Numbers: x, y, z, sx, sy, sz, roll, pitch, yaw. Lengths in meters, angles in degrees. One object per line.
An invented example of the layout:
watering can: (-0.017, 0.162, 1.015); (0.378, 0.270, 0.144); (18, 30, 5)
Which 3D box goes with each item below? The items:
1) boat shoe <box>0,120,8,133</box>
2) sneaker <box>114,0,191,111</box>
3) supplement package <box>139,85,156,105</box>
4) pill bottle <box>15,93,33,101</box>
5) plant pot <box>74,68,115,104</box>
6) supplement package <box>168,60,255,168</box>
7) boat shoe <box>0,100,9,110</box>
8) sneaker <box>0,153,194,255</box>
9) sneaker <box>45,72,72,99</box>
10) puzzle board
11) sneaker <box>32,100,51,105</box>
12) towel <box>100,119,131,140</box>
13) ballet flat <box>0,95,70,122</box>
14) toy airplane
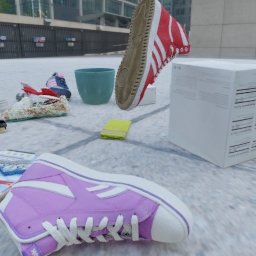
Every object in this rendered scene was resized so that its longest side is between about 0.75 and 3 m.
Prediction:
boat shoe: (-4.484, -0.132, 9.860); (0.427, 0.356, 1.145); (-10, 19, -23)
sneaker: (0.621, -1.510, 6.509); (1.465, 2.605, 0.928); (19, -6, -41)
supplement package: (0.469, -1.629, 13.740); (1.495, 0.829, 1.164); (-11, 20, -28)
pill bottle: (-5.261, -1.564, 14.202); (0.768, 0.435, 0.435); (4, 18, 12)
plant pot: (-1.600, -2.071, 13.860); (2.003, 1.608, 2.003); (-1, 18, 0)
supplement package: (2.533, -0.561, 7.809); (1.773, 2.411, 2.306); (-10, 21, -28)
boat shoe: (-6.074, -1.032, 12.450); (1.419, 0.486, 0.511); (-5, 18, -15)
sneaker: (-0.606, 1.479, 4.169); (2.908, 1.054, 1.658); (11, 38, 20)
sneaker: (-3.755, -2.385, 15.175); (1.036, 1.212, 2.954); (18, 6, -37)
puzzle board: (-3.603, 0.929, 6.703); (2.942, 0.256, 2.217); (6, 19, 18)
sneaker: (-3.977, -1.002, 12.718); (0.386, 0.380, 1.003); (-14, 3, 45)
towel: (-0.387, 0.030, 9.719); (0.823, 0.173, 1.912); (7, 17, 5)
ballet flat: (-3.712, -0.857, 11.275); (2.760, 0.882, 1.044); (-9, 19, -25)
toy airplane: (-4.218, -1.707, 13.765); (2.377, 0.437, 2.377); (17, -4, 1)
